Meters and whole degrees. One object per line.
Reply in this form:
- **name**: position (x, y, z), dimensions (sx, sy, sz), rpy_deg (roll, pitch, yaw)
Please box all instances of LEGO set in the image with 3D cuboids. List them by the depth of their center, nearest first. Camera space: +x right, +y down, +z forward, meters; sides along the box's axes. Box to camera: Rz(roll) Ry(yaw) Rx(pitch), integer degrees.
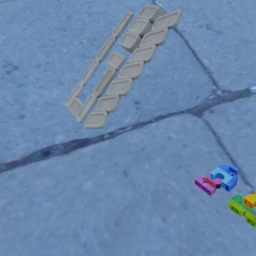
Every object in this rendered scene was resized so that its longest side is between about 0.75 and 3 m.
- **LEGO set**: position (2.224, 1.126, 4.933), dimensions (0.822, 0.764, 2.003), rpy_deg (-32, 46, -22)

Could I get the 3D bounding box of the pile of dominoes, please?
- **pile of dominoes**: position (-0.137, -1.209, 5.839), dimensions (2.839, 0.452, 2.213), rpy_deg (-55, 33, 7)
